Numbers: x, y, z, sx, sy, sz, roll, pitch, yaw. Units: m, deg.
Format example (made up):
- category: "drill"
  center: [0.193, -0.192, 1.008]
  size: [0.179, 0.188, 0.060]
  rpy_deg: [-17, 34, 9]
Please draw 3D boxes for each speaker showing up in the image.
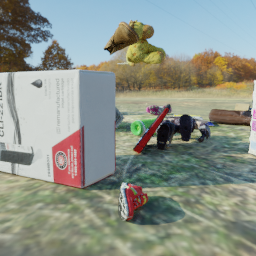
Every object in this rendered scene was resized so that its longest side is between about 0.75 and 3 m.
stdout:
- category: "speaker"
  center: [0.671, -0.045, 9.028]
  size: [1.212, 0.536, 0.536]
  rpy_deg: [-7, 11, -44]

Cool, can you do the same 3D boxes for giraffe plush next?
- category: "giraffe plush"
  center: [0.564, -3.953, 12.785]
  size: [2.294, 1.860, 1.979]
  rpy_deg: [-12, 26, -17]

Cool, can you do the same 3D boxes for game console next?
- category: "game console"
  center: [0.599, -0.031, 6.700]
  size: [0.222, 1.263, 1.428]
  rpy_deg: [33, 12, 3]

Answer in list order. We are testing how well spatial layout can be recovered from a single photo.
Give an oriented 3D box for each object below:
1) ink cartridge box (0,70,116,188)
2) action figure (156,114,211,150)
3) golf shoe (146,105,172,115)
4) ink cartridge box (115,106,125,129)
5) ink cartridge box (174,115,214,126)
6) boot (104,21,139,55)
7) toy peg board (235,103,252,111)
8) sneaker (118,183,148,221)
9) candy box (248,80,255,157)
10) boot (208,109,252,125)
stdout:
- category: "ink cartridge box"
  center: [-1.471, -0.093, 4.863]
  size: [2.393, 1.727, 1.002]
  rpy_deg: [4, 9, 29]
- category: "action figure"
  center: [1.442, 0.033, 7.703]
  size: [1.535, 0.819, 2.360]
  rpy_deg: [-5, 2, 20]
- category: "golf shoe"
  center: [1.712, -0.981, 16.144]
  size: [1.593, 0.600, 0.729]
  rpy_deg: [0, -7, -22]
- category: "ink cartridge box"
  center: [-1.398, -0.741, 11.036]
  size: [2.509, 1.367, 0.632]
  rpy_deg: [9, 55, 51]
- category: "ink cartridge box"
  center: [2.721, -0.343, 11.813]
  size: [1.633, 0.384, 1.614]
  rpy_deg: [-1, 7, 11]
- category: "boot"
  center: [-0.270, -2.865, 9.314]
  size: [0.820, 0.840, 2.227]
  rpy_deg: [44, -6, -13]
- category: "toy peg board"
  center: [5.107, -0.616, 12.369]
  size: [0.409, 0.834, 0.837]
  rpy_deg: [14, 3, -20]
- category: "sneaker"
  center: [0.067, 0.843, 3.355]
  size: [0.352, 0.319, 0.829]
  rpy_deg: [5, 8, 2]
- category: "candy box"
  center: [3.260, -0.200, 5.993]
  size: [1.117, 1.639, 0.500]
  rpy_deg: [0, 8, -8]
- category: "boot"
  center: [4.955, -0.550, 11.930]
  size: [2.604, 0.836, 2.427]
  rpy_deg: [3, 7, 41]
